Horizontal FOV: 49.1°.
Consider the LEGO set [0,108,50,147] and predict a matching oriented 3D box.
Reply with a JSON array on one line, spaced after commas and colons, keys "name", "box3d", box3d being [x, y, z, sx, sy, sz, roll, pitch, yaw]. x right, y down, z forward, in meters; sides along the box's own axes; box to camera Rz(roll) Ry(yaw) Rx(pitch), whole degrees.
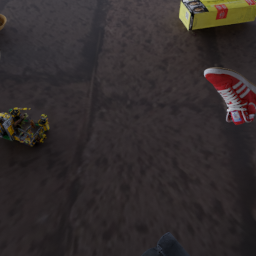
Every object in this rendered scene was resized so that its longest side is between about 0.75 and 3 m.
[{"name": "LEGO set", "box3d": [-2.593, -0.155, 6.768, 1.282, 0.743, 0.986, 24, 54, 19]}]

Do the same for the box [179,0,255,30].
[{"name": "box", "box3d": [3.311, -4.277, 10.275, 2.651, 0.664, 0.998, -10, 51, -8]}]

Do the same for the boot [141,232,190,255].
[{"name": "boot", "box3d": [0.748, 2.790, 4.362, 1.508, 0.601, 1.830, -25, 58, -33]}]

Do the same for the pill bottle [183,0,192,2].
[{"name": "pill bottle", "box3d": [2.664, -5.077, 11.057, 0.906, 0.507, 0.507, -19, 52, -15]}]

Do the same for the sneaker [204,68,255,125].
[{"name": "sneaker", "box3d": [1.612, -0.456, 4.377, 1.183, 0.421, 0.665, 20, 83, -26]}]

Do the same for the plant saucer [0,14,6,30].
[{"name": "plant saucer", "box3d": [-5.037, -3.696, 10.072, 1.346, 0.238, 1.346, 0, 50, 0]}]
